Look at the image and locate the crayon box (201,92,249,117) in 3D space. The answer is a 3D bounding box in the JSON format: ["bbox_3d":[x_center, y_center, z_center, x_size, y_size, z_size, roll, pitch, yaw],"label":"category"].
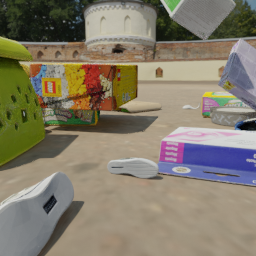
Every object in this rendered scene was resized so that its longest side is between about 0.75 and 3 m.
[{"bbox_3d":[4.116,-0.858,10.190,2.672,0.779,2.306,3,13,18],"label":"crayon box"}]

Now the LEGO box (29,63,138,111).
[{"bbox_3d":[-1.049,-1.288,8.095,2.170,1.124,2.914,4,13,13],"label":"LEGO box"}]

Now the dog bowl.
[{"bbox_3d":[3.243,-0.370,8.487,1.550,0.454,1.550,1,11,0],"label":"dog bowl"}]

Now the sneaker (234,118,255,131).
[{"bbox_3d":[2.877,0.060,5.680,1.486,0.572,0.633,-3,-11,45],"label":"sneaker"}]

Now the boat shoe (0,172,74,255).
[{"bbox_3d":[-0.952,0.801,2.493,0.474,0.481,1.357,-25,8,15],"label":"boat shoe"}]

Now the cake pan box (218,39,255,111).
[{"bbox_3d":[2.789,-1.159,6.241,1.306,1.418,0.371,32,-29,-8],"label":"cake pan box"}]

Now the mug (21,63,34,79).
[{"bbox_3d":[-2.887,-1.391,7.903,0.778,0.623,0.639,-21,-19,-17],"label":"mug"}]

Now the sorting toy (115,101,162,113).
[{"bbox_3d":[0.058,-0.940,11.939,1.948,0.384,2.104,-10,19,-42],"label":"sorting toy"}]

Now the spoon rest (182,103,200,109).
[{"bbox_3d":[2.746,-0.908,12.158,0.766,0.232,0.380,-11,6,16],"label":"spoon rest"}]

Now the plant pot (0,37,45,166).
[{"bbox_3d":[-3.054,-0.599,5.150,2.367,2.148,2.355,2,10,3],"label":"plant pot"}]

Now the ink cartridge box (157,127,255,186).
[{"bbox_3d":[1.620,0.366,4.670,1.997,0.441,2.034,4,10,21],"label":"ink cartridge box"}]

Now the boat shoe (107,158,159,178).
[{"bbox_3d":[0.093,0.536,4.088,0.799,0.288,0.283,3,15,26],"label":"boat shoe"}]

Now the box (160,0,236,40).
[{"bbox_3d":[1.284,-2.439,5.371,0.988,0.847,0.983,20,38,-32],"label":"box"}]

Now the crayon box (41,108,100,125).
[{"bbox_3d":[-2.058,-0.562,8.927,2.231,0.650,1.925,0,13,-2],"label":"crayon box"}]

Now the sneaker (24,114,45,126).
[{"bbox_3d":[-3.095,-0.912,6.971,2.402,1.563,0.959,27,36,25],"label":"sneaker"}]
